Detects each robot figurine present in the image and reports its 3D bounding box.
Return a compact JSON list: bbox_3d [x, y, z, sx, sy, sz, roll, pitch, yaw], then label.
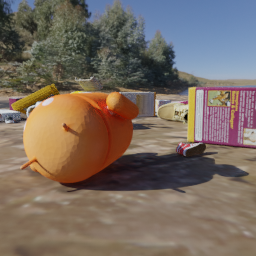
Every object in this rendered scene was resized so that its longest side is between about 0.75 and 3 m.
[{"bbox_3d":[-0.852,0.087,5.443,1.983,1.608,2.757,4,9,18],"label":"robot figurine"}]

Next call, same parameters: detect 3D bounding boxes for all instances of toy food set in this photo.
[{"bbox_3d":[-1.535,-1.767,10.957,0.925,0.279,0.664,6,-27,33],"label":"toy food set"}]

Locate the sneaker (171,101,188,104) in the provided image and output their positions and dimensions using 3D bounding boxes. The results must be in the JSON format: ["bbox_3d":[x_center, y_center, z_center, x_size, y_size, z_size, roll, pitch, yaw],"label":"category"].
[{"bbox_3d":[3.168,-1.276,17.012,2.126,0.865,0.938,3,11,15],"label":"sneaker"}]

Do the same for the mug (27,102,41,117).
[{"bbox_3d":[-3.902,-0.661,12.470,1.133,0.994,0.837,-4,9,-24],"label":"mug"}]

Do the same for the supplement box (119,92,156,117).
[{"bbox_3d":[0.431,-1.316,15.595,2.157,1.359,0.793,-3,10,-22],"label":"supplement box"}]

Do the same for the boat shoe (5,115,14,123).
[{"bbox_3d":[-5.551,-0.421,13.104,0.348,0.329,0.971,-5,10,-28],"label":"boat shoe"}]

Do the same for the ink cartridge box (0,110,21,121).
[{"bbox_3d":[-6.674,-0.631,14.147,1.786,0.448,2.058,-8,12,-40],"label":"ink cartridge box"}]

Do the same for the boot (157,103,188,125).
[{"bbox_3d":[2.453,-0.627,12.804,2.462,0.896,1.913,5,10,13],"label":"boot"}]

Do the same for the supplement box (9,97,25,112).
[{"bbox_3d":[-7.285,-1.615,19.071,0.728,0.924,1.411,4,10,26],"label":"supplement box"}]

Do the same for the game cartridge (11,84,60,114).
[{"bbox_3d":[-4.971,-1.537,15.525,2.419,0.445,2.744,-29,4,-8],"label":"game cartridge"}]

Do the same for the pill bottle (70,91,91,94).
[{"bbox_3d":[-1.963,-0.802,11.730,1.469,1.469,2.640,-3,10,-22],"label":"pill bottle"}]

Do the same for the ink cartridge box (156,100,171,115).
[{"bbox_3d":[1.938,-1.221,16.605,1.189,0.878,0.509,6,10,42],"label":"ink cartridge box"}]

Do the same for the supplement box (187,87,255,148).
[{"bbox_3d":[3.183,-0.384,8.273,2.578,1.688,1.331,6,10,29],"label":"supplement box"}]

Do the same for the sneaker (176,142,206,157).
[{"bbox_3d":[1.574,0.504,7.088,0.810,0.288,0.455,-9,15,-35],"label":"sneaker"}]
